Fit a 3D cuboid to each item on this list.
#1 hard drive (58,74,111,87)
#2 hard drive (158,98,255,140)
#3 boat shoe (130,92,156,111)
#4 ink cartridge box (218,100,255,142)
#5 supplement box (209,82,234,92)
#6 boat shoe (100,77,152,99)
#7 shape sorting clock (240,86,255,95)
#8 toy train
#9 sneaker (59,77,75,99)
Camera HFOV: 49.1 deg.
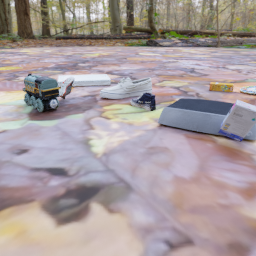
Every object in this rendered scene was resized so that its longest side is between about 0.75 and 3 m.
[{"bbox_3d":[-2.492,-2.693,15.825,2.816,0.376,1.857,-3,20,-11],"label":"hard drive"},{"bbox_3d":[2.684,-0.393,9.028,2.973,0.629,2.005,11,23,28],"label":"hard drive"},{"bbox_3d":[0.609,-1.144,11.130,0.509,0.632,1.363,-16,26,-38],"label":"boat shoe"},{"bbox_3d":[2.947,-0.168,7.425,0.701,1.174,0.246,21,48,6],"label":"ink cartridge box"},{"bbox_3d":[4.689,-2.052,14.042,1.136,0.378,0.391,7,21,20],"label":"supplement box"},{"bbox_3d":[-0.049,-1.881,12.838,2.610,0.858,0.939,-7,21,-20],"label":"boat shoe"},{"bbox_3d":[6.297,-1.880,13.668,1.544,0.303,1.544,0,19,0],"label":"shape sorting clock"},{"bbox_3d":[-3.428,-1.424,10.955,0.950,1.270,2.229,-16,25,-38],"label":"toy train"},{"bbox_3d":[-2.601,-1.714,12.030,0.424,0.450,1.100,19,69,34],"label":"sneaker"}]
